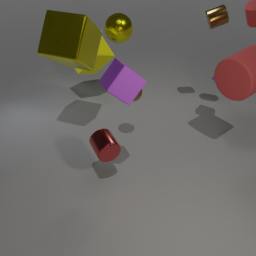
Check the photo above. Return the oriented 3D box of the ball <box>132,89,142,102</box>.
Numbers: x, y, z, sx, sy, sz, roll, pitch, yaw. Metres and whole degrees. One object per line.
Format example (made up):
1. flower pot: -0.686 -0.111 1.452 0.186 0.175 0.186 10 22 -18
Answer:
1. ball: 0.135 -1.224 9.453 0.700 0.700 0.700 0 33 0

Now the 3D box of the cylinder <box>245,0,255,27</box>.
1. cylinder: 4.454 -3.986 9.690 0.700 0.700 0.700 -17 46 19

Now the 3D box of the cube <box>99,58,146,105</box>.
1. cube: -0.136 -1.090 6.565 0.700 0.700 0.700 30 13 -33

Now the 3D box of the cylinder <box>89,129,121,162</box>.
1. cylinder: -0.657 0.492 7.977 0.700 0.700 0.700 -15 45 -22

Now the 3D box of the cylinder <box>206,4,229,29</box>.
1. cylinder: 3.421 -4.259 10.747 0.700 0.700 0.700 -17 30 15

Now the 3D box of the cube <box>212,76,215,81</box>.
1. cube: 3.744 -2.015 10.619 0.700 0.700 0.700 37 -3 3

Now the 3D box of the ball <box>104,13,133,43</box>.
1. ball: -0.452 -4.867 13.667 1.400 1.400 1.400 0 33 0

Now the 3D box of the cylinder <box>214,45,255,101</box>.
1. cylinder: 3.755 -1.765 8.944 1.400 1.400 1.400 -29 42 -26

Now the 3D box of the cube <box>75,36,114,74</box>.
1. cube: -1.757 -3.417 12.663 1.400 1.400 1.400 58 28 5

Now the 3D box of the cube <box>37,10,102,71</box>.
1. cube: -1.844 -2.790 9.101 1.400 1.400 1.400 13 1 15
